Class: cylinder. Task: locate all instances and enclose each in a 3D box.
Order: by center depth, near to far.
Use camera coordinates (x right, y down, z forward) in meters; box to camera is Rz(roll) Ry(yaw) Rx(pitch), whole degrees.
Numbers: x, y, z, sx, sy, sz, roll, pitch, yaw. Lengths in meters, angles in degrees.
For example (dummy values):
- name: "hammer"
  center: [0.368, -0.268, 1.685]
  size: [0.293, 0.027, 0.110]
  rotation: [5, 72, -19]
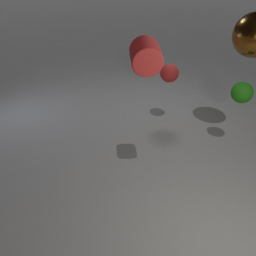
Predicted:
- name: "cylinder"
  center: [0.400, -1.608, 6.267]
  size: [0.700, 0.700, 0.700]
  rotation: [-2, 42, -4]

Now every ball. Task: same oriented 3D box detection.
- name: "ball"
  center: [4.010, -2.921, 8.811]
  size: [1.400, 1.400, 1.400]
  rotation: [0, 31, 0]
- name: "ball"
  center: [3.716, -1.154, 9.122]
  size: [0.700, 0.700, 0.700]
  rotation: [0, 31, 0]
- name: "ball"
  center: [1.556, -2.061, 10.502]
  size: [0.700, 0.700, 0.700]
  rotation: [0, 31, 0]
